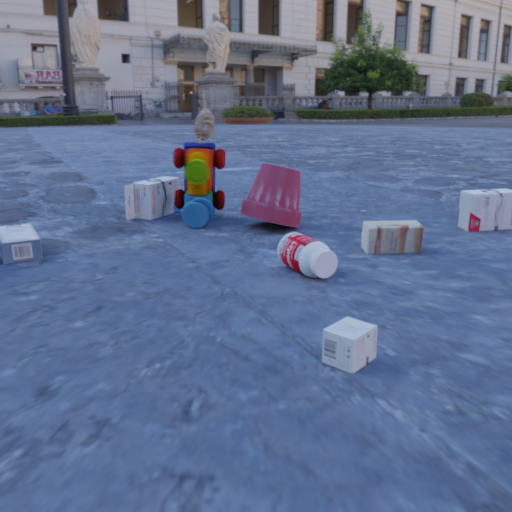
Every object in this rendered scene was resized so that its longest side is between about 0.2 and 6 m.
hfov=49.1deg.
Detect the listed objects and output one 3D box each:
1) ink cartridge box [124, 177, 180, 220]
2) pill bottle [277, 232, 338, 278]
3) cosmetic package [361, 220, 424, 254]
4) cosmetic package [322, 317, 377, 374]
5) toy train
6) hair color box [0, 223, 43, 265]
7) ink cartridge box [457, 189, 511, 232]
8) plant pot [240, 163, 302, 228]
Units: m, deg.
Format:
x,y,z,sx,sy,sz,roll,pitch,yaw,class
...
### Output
x,y,z,sx,sy,sz,roll,pitch,yaw,class
-2.312,-1.285,12.628,0.473,0.822,1.419,9,19,26,ink cartridge box
0.800,0.006,8.677,0.566,0.566,1.008,-8,18,-26,pill bottle
2.400,-0.331,9.915,0.989,0.511,0.432,-3,22,-3,cosmetic package
0.981,0.925,5.867,0.390,0.390,0.473,14,23,40,cosmetic package
-1.227,-1.987,11.812,1.133,2.678,1.549,1,21,-3,toy train
-4.176,-0.232,9.811,0.632,0.387,1.276,-8,19,-27,hair color box
4.765,-0.941,11.496,1.089,0.791,0.454,-3,17,-12,ink cartridge box
0.391,-1.272,11.524,1.270,1.137,1.270,12,7,-2,plant pot
